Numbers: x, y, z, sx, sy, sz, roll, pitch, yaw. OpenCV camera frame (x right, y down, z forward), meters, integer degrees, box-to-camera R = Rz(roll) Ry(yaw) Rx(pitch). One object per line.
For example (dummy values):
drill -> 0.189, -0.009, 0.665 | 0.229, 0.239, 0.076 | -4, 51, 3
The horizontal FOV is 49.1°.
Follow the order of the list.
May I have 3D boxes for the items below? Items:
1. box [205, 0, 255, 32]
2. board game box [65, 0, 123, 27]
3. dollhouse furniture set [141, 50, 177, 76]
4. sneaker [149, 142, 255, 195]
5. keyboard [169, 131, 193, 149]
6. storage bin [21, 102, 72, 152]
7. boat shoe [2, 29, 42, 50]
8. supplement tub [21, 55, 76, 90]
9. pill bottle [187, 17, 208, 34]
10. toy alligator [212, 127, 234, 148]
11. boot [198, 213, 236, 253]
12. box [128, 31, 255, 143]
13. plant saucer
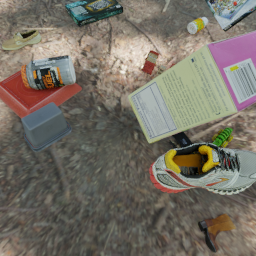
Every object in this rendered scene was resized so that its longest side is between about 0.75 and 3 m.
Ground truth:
box -> 3.242, -3.836, 8.004 | 0.339, 1.798, 1.228 | -3, 65, -55
board game box -> -1.695, -5.978, 14.056 | 2.462, 0.347, 1.666 | -25, 57, -17
dollhouse furniture set -> 1.343, -2.457, 11.335 | 1.442, 0.586, 0.776 | 24, 54, -3
sneaker -> 1.718, 0.812, 5.651 | 2.452, 1.007, 0.954 | -3, 61, -14
keyboard -> 1.744, 0.515, 9.252 | 0.729, 0.118, 1.147 | -18, 54, -21
storage bin -> -2.753, -0.158, 9.211 | 1.491, 1.002, 1.085 | -33, 59, -23
boat shoe -> -4.734, -3.947, 12.359 | 1.729, 0.574, 0.640 | -24, 56, -17
supplement tub -> -2.827, -1.967, 10.041 | 1.728, 1.059, 1.059 | -10, 53, -2
pill bottle -> 3.269, -4.799, 13.036 | 0.956, 0.531, 0.531 | -35, 60, -24
toy alligator -> 2.992, 0.399, 9.135 | 1.587, 0.430, 0.470 | -38, 61, -25
boot -> 2.452, 2.790, 7.476 | 0.911, 0.312, 0.858 | -9, 45, -16
box -> 1.923, -0.965, 6.876 | 2.553, 2.902, 1.403 | -24, 90, -34
plant saucer -> -3.487, -1.585, 10.646 | 2.488, 0.458, 2.493 | 36, 60, 24
